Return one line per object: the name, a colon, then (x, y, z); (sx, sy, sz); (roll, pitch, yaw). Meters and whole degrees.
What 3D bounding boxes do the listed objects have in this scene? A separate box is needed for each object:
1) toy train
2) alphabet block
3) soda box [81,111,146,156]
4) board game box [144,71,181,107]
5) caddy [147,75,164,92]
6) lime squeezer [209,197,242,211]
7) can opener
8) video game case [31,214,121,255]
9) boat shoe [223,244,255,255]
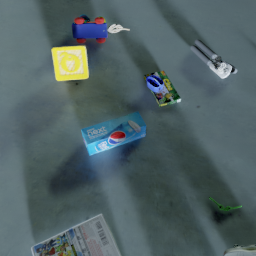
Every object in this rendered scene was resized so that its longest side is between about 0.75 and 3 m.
toy train: (-1.349, -5.222, 14.379); (2.841, 1.203, 1.644); (-1, 39, -1)
alphabet block: (-2.407, -2.792, 11.912); (1.365, 1.358, 1.390); (-7, 19, -5)
soda box: (-0.499, 0.182, 10.307); (2.259, 0.725, 0.766); (-19, 54, -13)
board game box: (1.467, -1.739, 12.145); (0.987, 0.221, 1.884); (-14, 53, -13)
caddy: (1.152, -1.916, 11.893); (0.573, 0.425, 0.810); (-32, 59, -20)
lime squeezer: (3.086, 2.488, 8.891); (1.029, 0.194, 0.363); (12, 22, 11)
can opener: (3.944, -3.215, 13.132); (0.847, 0.671, 2.550); (1, 43, -46)
video game case: (-1.233, 3.918, 7.676); (2.229, 0.269, 2.446); (-21, 56, -16)
boat shoe: (3.362, 3.536, 7.881); (1.431, 0.528, 0.459); (-7, 10, -2)
